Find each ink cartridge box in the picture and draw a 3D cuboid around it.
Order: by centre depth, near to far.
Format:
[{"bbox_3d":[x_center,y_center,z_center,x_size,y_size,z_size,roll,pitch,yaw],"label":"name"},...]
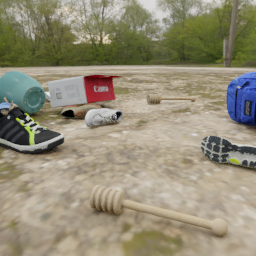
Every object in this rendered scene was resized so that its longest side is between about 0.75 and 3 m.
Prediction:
[{"bbox_3d":[-1.825,-1.782,13.375,2.581,1.233,2.940,-5,7,24],"label":"ink cartridge box"}]

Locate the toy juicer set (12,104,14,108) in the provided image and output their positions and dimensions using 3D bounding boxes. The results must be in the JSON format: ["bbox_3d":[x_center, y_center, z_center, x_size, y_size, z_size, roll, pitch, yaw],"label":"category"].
[{"bbox_3d":[-4.252,-0.473,10.701,0.511,0.804,0.219,-20,2,44],"label":"toy juicer set"}]

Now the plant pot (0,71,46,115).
[{"bbox_3d":[-4.651,-1.448,12.494,1.544,1.924,1.924,21,25,32],"label":"plant pot"}]

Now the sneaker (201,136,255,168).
[{"bbox_3d":[2.750,0.676,7.354,1.755,0.680,0.699,18,4,38],"label":"sneaker"}]

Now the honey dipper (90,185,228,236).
[{"bbox_3d":[0.483,1.411,4.808,2.352,0.447,0.447,7,17,19],"label":"honey dipper"}]

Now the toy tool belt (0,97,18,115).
[{"bbox_3d":[-4.886,-0.678,11.247,0.948,0.933,1.518,-7,18,-24],"label":"toy tool belt"}]

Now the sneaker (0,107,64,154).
[{"bbox_3d":[-3.272,-0.015,8.400,2.884,1.194,1.034,6,17,20],"label":"sneaker"}]

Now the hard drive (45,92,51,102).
[{"bbox_3d":[-3.668,-1.896,16.474,2.130,0.280,1.404,-8,23,-29],"label":"hard drive"}]

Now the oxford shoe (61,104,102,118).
[{"bbox_3d":[-1.960,-0.620,11.816,1.781,0.627,0.666,-5,21,15],"label":"oxford shoe"}]

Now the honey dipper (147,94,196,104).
[{"bbox_3d":[2.448,-1.611,15.493,2.893,0.549,0.549,-1,15,-19],"label":"honey dipper"}]

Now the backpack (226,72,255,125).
[{"bbox_3d":[5.074,-1.111,10.602,2.213,2.143,2.637,-18,24,-41],"label":"backpack"}]

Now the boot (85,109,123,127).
[{"bbox_3d":[-0.873,-0.449,10.874,0.879,0.676,1.838,1,15,23],"label":"boot"}]
